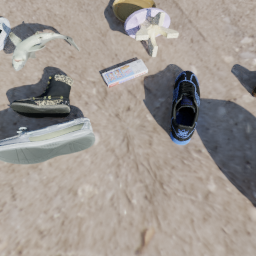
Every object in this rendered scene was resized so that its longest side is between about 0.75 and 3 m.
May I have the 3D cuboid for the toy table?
[{"bbox_3d":[0.868,-3.462,9.829,1.762,1.619,1.032,-19,51,-12],"label":"toy table"}]

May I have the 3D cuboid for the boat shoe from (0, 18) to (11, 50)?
[{"bbox_3d":[-4.745,-3.621,10.401,0.574,0.521,1.559,-6,63,-3],"label":"boat shoe"}]

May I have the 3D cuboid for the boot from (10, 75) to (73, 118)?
[{"bbox_3d":[-2.705,-1.048,9.071,1.853,0.669,1.399,3,59,2],"label":"boot"}]

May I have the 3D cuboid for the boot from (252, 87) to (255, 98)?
[{"bbox_3d":[4.679,-1.612,9.316,0.504,0.654,1.350,35,68,16],"label":"boot"}]

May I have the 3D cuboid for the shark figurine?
[{"bbox_3d":[-2.913,-2.669,9.334,2.306,0.962,1.378,-31,70,-22],"label":"shark figurine"}]

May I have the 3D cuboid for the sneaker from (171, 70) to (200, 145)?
[{"bbox_3d":[1.840,-0.841,8.706,0.941,1.045,2.683,7,64,4],"label":"sneaker"}]

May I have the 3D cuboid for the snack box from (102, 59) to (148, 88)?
[{"bbox_3d":[-0.100,-1.908,9.728,1.513,0.184,0.544,-23,66,-11],"label":"snack box"}]

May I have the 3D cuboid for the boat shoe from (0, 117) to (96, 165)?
[{"bbox_3d":[-2.411,0.340,8.175,2.832,1.044,0.908,-13,58,-11],"label":"boat shoe"}]

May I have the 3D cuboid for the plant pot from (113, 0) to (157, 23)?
[{"bbox_3d":[0.255,-4.700,11.111,1.734,0.238,1.734,0,64,0],"label":"plant pot"}]
